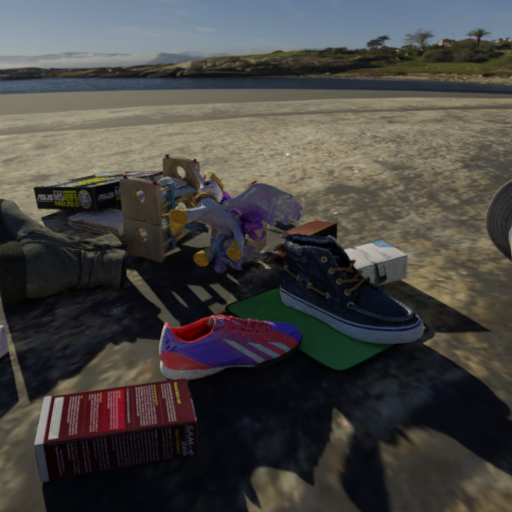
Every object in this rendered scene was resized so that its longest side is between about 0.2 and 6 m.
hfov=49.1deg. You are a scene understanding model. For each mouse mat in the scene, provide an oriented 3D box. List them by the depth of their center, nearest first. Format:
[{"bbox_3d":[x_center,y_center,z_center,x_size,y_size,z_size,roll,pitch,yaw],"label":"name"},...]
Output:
[{"bbox_3d":[0.982,0.905,8.218,1.978,0.093,2.458,-16,27,-37],"label":"mouse mat"}]

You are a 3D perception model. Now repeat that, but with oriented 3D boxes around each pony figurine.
[{"bbox_3d":[-0.458,-0.569,9.348,1.967,1.697,2.038,34,32,-8],"label":"pony figurine"}]

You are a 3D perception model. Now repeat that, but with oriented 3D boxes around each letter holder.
[{"bbox_3d":[0.822,-0.241,10.453,0.876,0.620,1.233,14,25,37],"label":"letter holder"}]

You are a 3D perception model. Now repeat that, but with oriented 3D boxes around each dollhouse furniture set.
[{"bbox_3d":[-1.103,-0.804,10.399,2.225,1.559,1.568,12,29,20],"label":"dollhouse furniture set"}]

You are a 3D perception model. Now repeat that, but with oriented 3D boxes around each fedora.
[{"bbox_3d":[4.859,-0.050,8.452,2.700,2.388,1.219,14,53,13],"label":"fedora"}]

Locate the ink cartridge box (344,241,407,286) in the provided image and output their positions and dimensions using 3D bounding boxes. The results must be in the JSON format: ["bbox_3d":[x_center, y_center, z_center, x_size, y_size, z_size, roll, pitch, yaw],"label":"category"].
[{"bbox_3d":[1.872,0.165,9.412,1.064,0.448,0.769,-13,25,-18],"label":"ink cartridge box"}]

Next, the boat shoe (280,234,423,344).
[{"bbox_3d":[1.251,0.407,7.894,2.359,1.071,0.835,18,28,40],"label":"boat shoe"}]

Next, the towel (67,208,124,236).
[{"bbox_3d":[-3.234,-0.778,12.293,1.639,0.283,1.086,12,24,29],"label":"towel"}]

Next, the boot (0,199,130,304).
[{"bbox_3d":[-3.485,-0.129,9.886,2.091,1.084,3.201,-5,28,-28],"label":"boot"}]

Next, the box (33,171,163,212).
[{"bbox_3d":[-3.682,-1.619,13.638,2.048,0.566,2.556,6,18,32],"label":"box"}]

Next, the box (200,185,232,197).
[{"bbox_3d":[-1.126,-1.347,13.615,1.032,0.276,1.704,-11,30,-26],"label":"box"}]

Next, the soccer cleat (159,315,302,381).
[{"bbox_3d":[-0.270,1.032,7.001,1.897,0.694,0.647,-9,23,-21],"label":"soccer cleat"}]

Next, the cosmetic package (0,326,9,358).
[{"bbox_3d":[-3.516,1.125,7.198,0.464,0.389,0.386,4,21,11],"label":"cosmetic package"}]

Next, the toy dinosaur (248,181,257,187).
[{"bbox_3d":[-0.020,-1.505,13.129,0.717,1.365,1.239,2,-25,-21],"label":"toy dinosaur"}]

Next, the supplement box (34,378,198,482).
[{"bbox_3d":[-1.364,1.702,5.599,1.481,0.451,0.806,-5,21,-12],"label":"supplement box"}]
